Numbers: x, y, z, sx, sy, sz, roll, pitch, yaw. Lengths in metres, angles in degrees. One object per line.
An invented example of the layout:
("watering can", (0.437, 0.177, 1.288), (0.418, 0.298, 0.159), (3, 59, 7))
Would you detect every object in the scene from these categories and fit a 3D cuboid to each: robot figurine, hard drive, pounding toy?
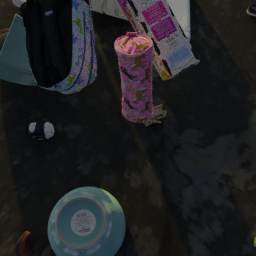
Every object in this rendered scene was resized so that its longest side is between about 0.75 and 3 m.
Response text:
("robot figurine", (-2.662, 0.096, 8.446), (0.846, 0.528, 0.636), (-3, 71, -1))
("hard drive", (1.345, -4.491, 10.548), (1.933, 0.391, 2.930), (4, 66, 2))
("pounding toy", (0.794, -0.260, 8.617), (1.028, 0.588, 0.590), (-21, 66, -30))

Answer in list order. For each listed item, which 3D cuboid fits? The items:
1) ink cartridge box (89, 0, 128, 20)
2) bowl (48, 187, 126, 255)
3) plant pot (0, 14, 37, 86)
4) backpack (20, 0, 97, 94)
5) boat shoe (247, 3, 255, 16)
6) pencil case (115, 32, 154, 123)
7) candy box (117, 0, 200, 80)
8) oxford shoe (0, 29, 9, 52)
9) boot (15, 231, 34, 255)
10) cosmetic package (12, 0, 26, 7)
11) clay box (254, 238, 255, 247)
("ink cartridge box", (-0.621, -4.845, 10.180), (1.831, 1.330, 0.764), (19, 67, 8))
("bowl", (-1.120, 2.423, 7.095), (2.108, 1.103, 2.108), (0, 65, 1))
("plant pot", (-3.054, -2.189, 8.779), (1.641, 1.606, 1.611), (20, 75, -25))
("backpack", (-1.528, -1.869, 6.471), (1.740, 1.640, 2.134), (-12, 70, 23))
("boat shoe", (5.158, -4.416, 10.520), (1.253, 0.378, 0.463), (16, 67, 7))
("pencil case", (0.178, -0.991, 5.853), (0.786, 1.899, 0.821), (-36, 54, -24))
("candy box", (0.673, -2.580, 7.215), (0.816, 1.825, 2.677), (-31, 96, 4))
("oxford shoe", (-3.855, -2.926, 9.658), (2.209, 0.778, 0.826), (-25, 73, -10))
("boot", (-2.269, 3.310, 7.076), (1.214, 0.416, 1.142), (12, 66, 5))
("cosmetic package", (-3.187, -4.998, 10.699), (2.013, 0.520, 1.517), (28, 67, 11))
("clay box", (3.623, 2.892, 6.895), (0.615, 1.071, 0.255), (18, 67, 9))
